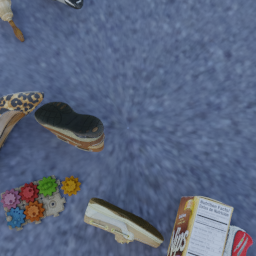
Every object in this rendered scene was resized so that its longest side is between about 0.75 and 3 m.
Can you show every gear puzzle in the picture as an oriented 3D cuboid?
[{"bbox_3d":[-2.142,1.777,7.024,2.040,0.267,1.057,-19,76,-5],"label":"gear puzzle"}]

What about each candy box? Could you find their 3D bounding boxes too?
[{"bbox_3d":[1.310,2.937,6.018,0.799,1.650,2.829,18,76,3],"label":"candy box"}]

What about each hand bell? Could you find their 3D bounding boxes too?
[{"bbox_3d":[-3.417,-3.072,8.214,0.649,0.649,1.247,-31,90,-8],"label":"hand bell"}]

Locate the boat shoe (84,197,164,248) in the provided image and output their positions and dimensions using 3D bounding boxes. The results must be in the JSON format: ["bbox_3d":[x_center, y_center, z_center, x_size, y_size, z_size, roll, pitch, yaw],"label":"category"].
[{"bbox_3d":[-0.125,2.373,6.708,1.978,0.732,0.657,26,90,8],"label":"boat shoe"}]

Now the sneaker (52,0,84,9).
[{"bbox_3d":[-2.018,-4.032,8.243,1.800,0.713,0.665,39,60,10],"label":"sneaker"}]

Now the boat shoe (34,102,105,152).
[{"bbox_3d":[-1.476,0.026,6.984,2.263,0.836,0.856,24,52,36],"label":"boat shoe"}]

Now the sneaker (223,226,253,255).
[{"bbox_3d":[2.347,3.352,6.367,0.901,0.817,2.123,21,77,0],"label":"sneaker"}]

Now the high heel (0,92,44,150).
[{"bbox_3d":[-3.024,0.179,7.055,2.478,0.885,1.766,-23,69,11],"label":"high heel"}]
